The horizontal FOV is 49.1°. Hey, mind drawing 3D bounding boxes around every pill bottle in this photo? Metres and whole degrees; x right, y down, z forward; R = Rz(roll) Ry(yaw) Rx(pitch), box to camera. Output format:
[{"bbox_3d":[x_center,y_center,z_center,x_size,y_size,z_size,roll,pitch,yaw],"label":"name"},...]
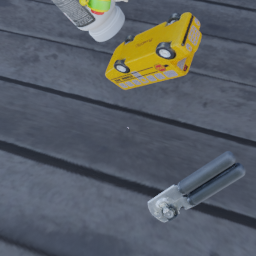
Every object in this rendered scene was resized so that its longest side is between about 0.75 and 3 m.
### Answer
[{"bbox_3d":[-1.255,-3.671,7.799,1.442,2.488,1.442,-19,53,27],"label":"pill bottle"}]

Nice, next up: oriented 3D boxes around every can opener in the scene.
[{"bbox_3d":[1.221,1.104,5.286,0.533,1.997,0.668,50,23,0],"label":"can opener"}]

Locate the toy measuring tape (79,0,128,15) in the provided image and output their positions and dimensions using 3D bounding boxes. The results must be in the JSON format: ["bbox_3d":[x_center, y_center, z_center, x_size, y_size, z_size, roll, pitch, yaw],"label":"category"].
[{"bbox_3d":[-0.473,-3.185,7.067,1.667,0.613,0.613,-22,57,-38],"label":"toy measuring tape"}]

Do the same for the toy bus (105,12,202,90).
[{"bbox_3d":[0.548,-1.669,6.620,2.760,1.080,0.898,-4,59,52],"label":"toy bus"}]
